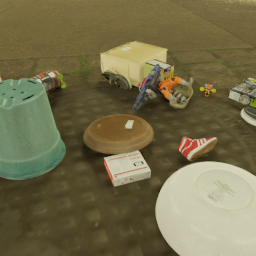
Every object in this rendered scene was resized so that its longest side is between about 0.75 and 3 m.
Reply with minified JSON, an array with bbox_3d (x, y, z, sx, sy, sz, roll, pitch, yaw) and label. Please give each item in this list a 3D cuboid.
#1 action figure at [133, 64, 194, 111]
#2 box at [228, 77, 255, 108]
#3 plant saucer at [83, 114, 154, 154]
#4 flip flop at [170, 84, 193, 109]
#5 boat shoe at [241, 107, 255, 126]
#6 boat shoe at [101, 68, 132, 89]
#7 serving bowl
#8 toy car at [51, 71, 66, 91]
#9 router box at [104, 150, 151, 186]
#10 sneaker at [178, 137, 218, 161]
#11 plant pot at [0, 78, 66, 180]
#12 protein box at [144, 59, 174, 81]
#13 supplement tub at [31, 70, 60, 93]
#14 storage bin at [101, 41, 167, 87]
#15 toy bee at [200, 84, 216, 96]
[{"bbox_3d":[1.150,-1.290,10.625,2.092,1.131,2.163,19,70,43],"label":"action figure"},{"bbox_3d":[5.222,-1.256,10.839,1.646,0.455,2.055,-28,43,-35],"label":"box"},{"bbox_3d":[-0.303,0.093,8.771,2.221,0.327,2.221,-2,27,1],"label":"plant saucer"},{"bbox_3d":[2.083,-1.394,10.940,0.791,0.562,1.951,12,36,17],"label":"flip flop"},{"bbox_3d":[4.754,-0.306,9.209,0.756,0.716,2.162,-19,39,-26],"label":"boat shoe"},{"bbox_3d":[-0.517,-2.008,11.851,0.592,0.643,1.800,-29,41,-22],"label":"boat shoe"},{"bbox_3d":[2.029,1.651,6.177,2.801,0.921,2.801,-1,35,0],"label":"serving bowl"},{"bbox_3d":[-3.197,-1.844,11.551,0.955,0.753,0.784,-35,39,-25],"label":"toy car"},{"bbox_3d":[-0.026,1.067,7.611,1.033,0.252,0.927,-11,36,-16],"label":"router box"},{"bbox_3d":[2.043,0.469,8.328,1.238,0.441,0.696,-25,45,-28],"label":"sneaker"},{"bbox_3d":[-2.928,-0.086,7.673,2.151,2.106,2.151,0,35,0],"label":"plant pot"},{"bbox_3d":[1.275,-2.197,11.710,1.024,1.016,0.691,29,44,35],"label":"protein box"},{"bbox_3d":[-3.335,-1.636,10.656,0.755,0.755,1.412,24,45,31],"label":"supplement tub"},{"bbox_3d":[0.281,-3.066,12.962,2.279,1.076,2.296,24,42,32],"label":"storage bin"},{"bbox_3d":[3.191,-1.533,11.332,0.595,0.494,0.909,16,12,36],"label":"toy bee"}]
